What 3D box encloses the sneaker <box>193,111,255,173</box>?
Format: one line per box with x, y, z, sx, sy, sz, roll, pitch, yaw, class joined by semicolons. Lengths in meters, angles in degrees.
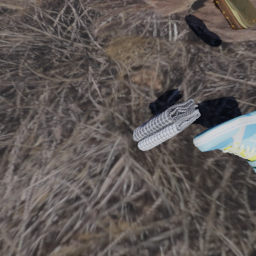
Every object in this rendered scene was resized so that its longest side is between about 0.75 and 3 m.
2.486;0.460;5.839;2.196;0.874;1.434;-16;82;-21;sneaker

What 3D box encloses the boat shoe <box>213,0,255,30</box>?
2.456;-3.332;7.126;2.034;0.687;0.732;47;71;-18;boat shoe

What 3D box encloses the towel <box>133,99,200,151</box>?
0.671;-0.092;4.789;1.064;0.881;0.455;-29;86;-51;towel
